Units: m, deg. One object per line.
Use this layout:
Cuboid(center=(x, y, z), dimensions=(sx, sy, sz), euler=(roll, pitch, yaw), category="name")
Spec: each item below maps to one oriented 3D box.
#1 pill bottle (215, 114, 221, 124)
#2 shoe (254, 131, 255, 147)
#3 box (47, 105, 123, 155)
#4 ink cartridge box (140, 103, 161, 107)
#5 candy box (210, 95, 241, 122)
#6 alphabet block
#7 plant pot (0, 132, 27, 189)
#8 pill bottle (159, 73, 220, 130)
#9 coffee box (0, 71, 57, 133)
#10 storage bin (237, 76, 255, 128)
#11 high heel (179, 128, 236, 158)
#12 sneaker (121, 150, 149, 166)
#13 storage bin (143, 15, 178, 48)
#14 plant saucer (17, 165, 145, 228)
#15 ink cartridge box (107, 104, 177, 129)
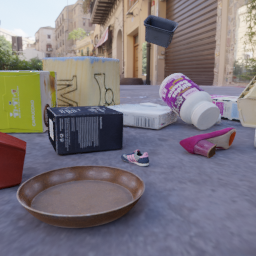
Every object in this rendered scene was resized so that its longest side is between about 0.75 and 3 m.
Cuboid(center=(3.121, -0.380, 10.905), dimensions=(0.926, 0.520, 0.520), euler=(3, 11, 15), category="pill bottle")
Cuboid(center=(4.425, -0.012, 8.035), dimensions=(1.246, 0.978, 2.739), euler=(7, 18, 27), category="shoe")
Cuboid(center=(-1.222, -0.022, 7.673), dimensions=(1.747, 1.026, 1.718), euler=(-4, 12, -21), category="box")
Cuboid(center=(1.305, -1.256, 16.297), dimensions=(0.843, 0.249, 1.054), euler=(-9, 20, -40), category="ink cartridge box")
Cuboid(center=(4.597, -0.981, 12.969), dimensions=(2.000, 0.894, 2.932), euler=(-8, 13, -35), category="candy box")
Cuboid(center=(-2.004, -1.785, 12.594), dimensions=(2.583, 2.630, 2.569), euler=(7, 12, 29), category="alphabet block")
Cuboid(center=(-2.329, 0.585, 5.077), dimensions=(0.855, 0.970, 0.969), euler=(9, 7, -20), category="plant pot")
Cuboid(center=(2.276, -0.989, 10.458), dimensions=(1.328, 1.328, 2.366), euler=(-6, 37, -27), category="pill bottle")
Cuboid(center=(-3.786, -1.008, 10.040), dimensions=(2.057, 2.054, 2.034), euler=(1, 11, 0), category="coffee box")
Cuboid(center=(5.811, -1.060, 10.486), dimensions=(2.617, 1.236, 2.636), euler=(8, 34, 38), category="storage bin")
Cuboid(center=(2.152, 0.242, 7.323), dimensions=(0.854, 0.599, 1.776), euler=(23, 27, 38), category="high heel")
Cuboid(center=(0.157, 0.618, 6.243), dimensions=(0.787, 0.323, 0.276), euler=(10, 14, 41), category="sneaker")
Cuboid(center=(1.394, -4.209, 12.274), dimensions=(1.406, 0.944, 1.023), euler=(23, 52, 13), category="storage bin")
Cuboid(center=(-0.682, 1.005, 4.274), dimensions=(1.878, 0.323, 1.878), euler=(0, 10, 0), category="plant saucer")
Cuboid(center=(0.448, -0.553, 11.561), dimensions=(2.873, 0.634, 2.926), euler=(6, 10, 26), category="ink cartridge box")
